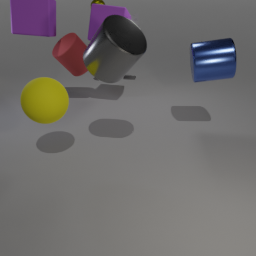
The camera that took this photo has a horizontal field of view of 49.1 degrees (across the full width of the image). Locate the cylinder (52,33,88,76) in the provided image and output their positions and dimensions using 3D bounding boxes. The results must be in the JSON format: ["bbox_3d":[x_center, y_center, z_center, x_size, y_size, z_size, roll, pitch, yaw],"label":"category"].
[{"bbox_3d":[-2.438,-3.306,12.668,1.400,1.400,1.400,-21,48,25],"label":"cylinder"}]

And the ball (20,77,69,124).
[{"bbox_3d":[-2.503,-0.824,8.461,1.400,1.400,1.400,0,29,0],"label":"ball"}]

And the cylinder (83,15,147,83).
[{"bbox_3d":[-0.394,-2.247,8.108,1.400,1.400,1.400,17,55,-27],"label":"cylinder"}]

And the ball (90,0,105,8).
[{"bbox_3d":[-1.385,-5.602,12.942,0.700,0.700,0.700,0,29,0],"label":"ball"}]

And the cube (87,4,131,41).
[{"bbox_3d":[-0.738,-4.168,11.613,1.400,1.400,1.400,10,9,8],"label":"cube"}]

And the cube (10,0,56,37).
[{"bbox_3d":[-3.593,-4.305,10.800,1.400,1.400,1.400,3,18,-5],"label":"cube"}]

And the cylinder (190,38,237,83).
[{"bbox_3d":[2.991,-2.401,10.000,1.400,1.400,1.400,-5,28,9],"label":"cylinder"}]
